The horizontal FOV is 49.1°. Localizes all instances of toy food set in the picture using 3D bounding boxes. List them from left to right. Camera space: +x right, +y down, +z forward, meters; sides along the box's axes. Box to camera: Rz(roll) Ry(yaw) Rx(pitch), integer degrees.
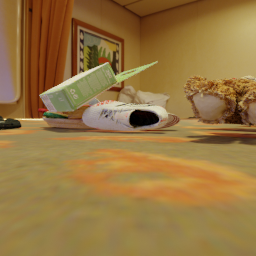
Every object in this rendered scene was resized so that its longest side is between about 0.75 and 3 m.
[{"bbox_3d":[-1.401,-0.402,8.877,2.694,0.662,2.721,3,6,22],"label":"toy food set"}]

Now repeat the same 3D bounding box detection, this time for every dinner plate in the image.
[{"bbox_3d":[0.760,-0.195,7.038,1.090,0.132,1.090,-1,-20,-1],"label":"dinner plate"}]

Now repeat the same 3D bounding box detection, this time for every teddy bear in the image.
[{"bbox_3d":[1.893,-0.491,4.585,1.980,0.912,2.731,7,6,41],"label":"teddy bear"}]

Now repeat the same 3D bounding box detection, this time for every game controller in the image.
[{"bbox_3d":[-3.785,-0.104,7.588,1.057,0.427,2.026,15,5,8],"label":"game controller"}]

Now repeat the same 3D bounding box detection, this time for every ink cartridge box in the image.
[{"bbox_3d":[-0.804,-1.283,7.351,2.669,0.640,1.942,-36,19,-24],"label":"ink cartridge box"}]

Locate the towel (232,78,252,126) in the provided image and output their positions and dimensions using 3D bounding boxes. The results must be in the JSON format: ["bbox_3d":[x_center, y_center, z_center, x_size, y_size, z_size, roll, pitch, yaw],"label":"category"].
[{"bbox_3d":[3.145,-0.731,7.094,1.891,0.294,2.615,-36,25,-19],"label":"towel"}]

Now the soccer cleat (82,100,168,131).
[{"bbox_3d":[-0.118,-0.242,6.018,1.936,0.664,0.825,2,9,12],"label":"soccer cleat"}]

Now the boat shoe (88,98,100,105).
[{"bbox_3d":[-1.011,-0.651,11.032,0.523,1.384,0.418,-42,-11,23],"label":"boat shoe"}]
